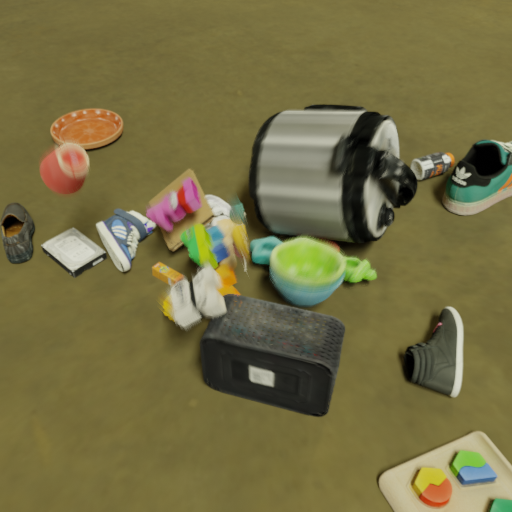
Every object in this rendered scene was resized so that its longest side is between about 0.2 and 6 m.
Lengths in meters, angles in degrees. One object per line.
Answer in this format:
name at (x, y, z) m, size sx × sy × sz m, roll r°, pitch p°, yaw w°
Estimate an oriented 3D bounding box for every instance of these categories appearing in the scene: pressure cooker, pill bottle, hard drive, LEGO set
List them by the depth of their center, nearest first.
LEGO set at (-1.228, 0.274, 9.944) m, size 1.376 × 1.279 × 3.352 m, roll -29°, pitch 41°, yaw 10°
pressure cooker at (1.650, -1.542, 11.017) m, size 2.945 × 2.630 × 2.590 m, roll 9°, pitch 37°, yaw 28°
hard drive at (-3.725, -0.088, 11.448) m, size 1.159 × 0.219 × 0.810 m, roll 32°, pitch 51°, yaw 31°
pill bottle at (4.264, -2.190, 13.477) m, size 1.001 × 0.532 × 0.532 m, roll -18°, pitch 46°, yaw -18°

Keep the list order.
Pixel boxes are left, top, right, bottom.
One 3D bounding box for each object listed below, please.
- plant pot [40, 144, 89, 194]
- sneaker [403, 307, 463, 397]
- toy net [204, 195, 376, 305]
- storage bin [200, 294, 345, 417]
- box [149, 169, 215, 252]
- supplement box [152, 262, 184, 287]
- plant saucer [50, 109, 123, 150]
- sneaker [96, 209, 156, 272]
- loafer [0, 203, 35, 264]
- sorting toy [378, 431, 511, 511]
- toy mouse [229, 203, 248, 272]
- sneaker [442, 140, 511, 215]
plant pot at (-3.203, -1.520, 9.516) m, size 0.756 × 0.669 × 0.756 m, roll 14°, pitch 65°, yaw -31°
sneaker at (2.960, 1.485, 9.437) m, size 0.866 × 0.617 × 1.746 m, roll 12°, pitch 48°, yaw 5°
toy net at (0.087, -0.445, 11.158) m, size 4.504 × 0.870 × 2.363 m, roll 29°, pitch 41°, yaw 34°
storage bin at (0.257, 1.561, 8.795) m, size 2.054 × 1.388 × 0.963 m, roll 11°, pitch 44°, yaw 12°
box at (-1.525, -0.950, 11.401) m, size 1.161 × 0.151 × 1.420 m, roll -37°, pitch 54°, yaw 12°
supplement box at (-1.721, 0.382, 10.933) m, size 0.674 × 0.232 × 0.224 m, roll 24°, pitch 46°, yaw 27°
plant saucer at (-4.478, -3.341, 14.903) m, size 1.865 × 0.301 × 1.865 m, roll 1°, pitch 43°, yaw -1°
sneaker at (-2.522, -0.399, 11.477) m, size 1.129 × 0.621 × 1.542 m, roll -23°, pitch 45°, yaw -20°
loafer at (-5.023, -0.641, 11.719) m, size 0.654 × 0.649 × 1.796 m, roll -17°, pitch 45°, yaw -16°
sorting toy at (2.882, 3.375, 7.616) m, size 1.846 × 0.337 × 1.709 m, roll -18°, pitch 46°, yaw -18°
toy mouse at (-0.304, -0.419, 9.416) m, size 0.251 × 1.295 × 1.151 m, roll -6°, pitch 33°, yaw -3°
sneaker at (5.597, -2.110, 12.824) m, size 3.246 × 1.297 × 1.159 m, roll -30°, pitch 51°, yaw -29°
